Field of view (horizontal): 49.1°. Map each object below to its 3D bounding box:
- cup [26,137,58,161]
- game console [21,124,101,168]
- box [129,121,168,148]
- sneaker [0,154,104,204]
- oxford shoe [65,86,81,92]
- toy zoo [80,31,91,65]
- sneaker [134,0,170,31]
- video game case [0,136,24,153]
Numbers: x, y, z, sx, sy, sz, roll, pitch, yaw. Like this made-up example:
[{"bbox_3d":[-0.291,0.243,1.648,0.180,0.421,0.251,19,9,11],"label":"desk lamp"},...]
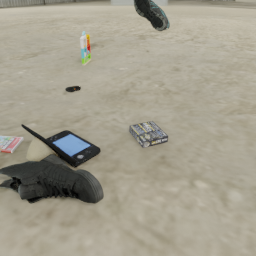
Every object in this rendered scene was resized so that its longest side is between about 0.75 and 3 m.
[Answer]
[{"bbox_3d":[-2.746,0.816,8.694,0.923,0.923,0.660,26,70,37],"label":"cup"},{"bbox_3d":[-2.139,0.341,9.113,1.966,1.144,1.729,25,39,36],"label":"game console"},{"bbox_3d":[0.733,0.201,10.192,1.001,0.305,1.242,-11,32,-21],"label":"box"},{"bbox_3d":[-2.142,1.525,7.403,2.975,0.893,1.552,20,35,39],"label":"sneaker"},{"bbox_3d":[-2.783,-1.958,13.997,0.787,0.286,0.332,-11,21,-32],"label":"oxford shoe"},{"bbox_3d":[-2.676,-5.095,17.686,0.201,1.962,1.287,6,30,10],"label":"toy zoo"},{"bbox_3d":[0.759,-3.693,8.958,1.549,0.584,0.614,54,38,8],"label":"sneaker"},{"bbox_3d":[-4.415,0.550,9.786,1.218,0.106,0.871,3,30,6],"label":"video game case"}]
